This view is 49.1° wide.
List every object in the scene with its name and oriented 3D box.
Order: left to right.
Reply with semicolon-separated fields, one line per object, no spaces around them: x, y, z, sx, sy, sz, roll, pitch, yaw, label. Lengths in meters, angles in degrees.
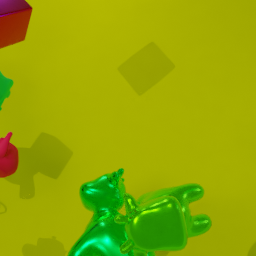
-2.856;-0.679;5.314;1.693;1.020;1.218;-33;42;22;monkey head
-2.224;-1.910;4.742;0.761;0.761;0.761;45;47;3;cube
-1.926;0.381;4.133;0.697;1.121;0.549;29;54;-23;teapot
-0.180;1.572;4.369;1.714;0.941;1.687;29;59;20;cow figurine
0.405;1.309;4.094;1.664;1.691;0.928;-6;79;-28;cow figurine
